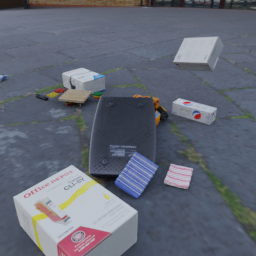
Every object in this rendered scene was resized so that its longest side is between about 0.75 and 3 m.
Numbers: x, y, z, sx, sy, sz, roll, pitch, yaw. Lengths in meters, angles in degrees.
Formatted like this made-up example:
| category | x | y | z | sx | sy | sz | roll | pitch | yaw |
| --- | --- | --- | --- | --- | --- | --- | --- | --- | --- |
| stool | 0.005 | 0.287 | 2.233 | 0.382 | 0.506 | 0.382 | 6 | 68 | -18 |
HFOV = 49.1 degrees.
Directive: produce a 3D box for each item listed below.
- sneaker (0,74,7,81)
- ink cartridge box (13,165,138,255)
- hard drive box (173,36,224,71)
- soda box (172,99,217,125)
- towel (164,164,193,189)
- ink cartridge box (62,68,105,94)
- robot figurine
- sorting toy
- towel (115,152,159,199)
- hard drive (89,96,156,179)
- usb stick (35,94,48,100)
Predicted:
| category | x | y | z | sx | sy | sz | roll | pitch | yaw |
| --- | --- | --- | --- | --- | --- | --- | --- | --- | --- |
| sneaker | -6.979 | -2.683 | 15.328 | 0.328 | 0.322 | 0.851 | 37 | 45 | 21 |
| ink cartridge box | -1.195 | 2.030 | 6.277 | 2.346 | 0.979 | 1.703 | 26 | 38 | 37 |
| hard drive box | 2.822 | -2.979 | 11.284 | 1.590 | 0.611 | 1.240 | 16 | 76 | 45 |
| soda box | 2.700 | -0.697 | 11.522 | 1.723 | 0.549 | 0.587 | 20 | 35 | 31 |
| towel | 1.502 | 1.395 | 8.255 | 0.710 | 0.145 | 0.971 | 11 | 31 | 18 |
| ink cartridge box | -2.242 | -2.354 | 14.193 | 1.344 | 0.775 | 1.852 | -25 | 38 | -37 |
| robot figurine | 0.469 | -0.517 | 10.919 | 2.057 | 0.826 | 2.837 | 10 | 31 | 14 |
| sorting toy | -2.454 | -1.351 | 12.808 | 2.418 | 0.409 | 1.166 | 7 | 30 | 11 |
| towel | 0.230 | 1.280 | 7.637 | 0.780 | 0.129 | 1.078 | 33 | 79 | 10 |
| hard drive | -0.120 | 0.268 | 8.803 | 1.994 | 0.626 | 2.956 | 1 | 53 | 2 |
| usb stick | -4.091 | -1.462 | 13.297 | 0.769 | 0.125 | 0.213 | 19 | 29 | 31 |
